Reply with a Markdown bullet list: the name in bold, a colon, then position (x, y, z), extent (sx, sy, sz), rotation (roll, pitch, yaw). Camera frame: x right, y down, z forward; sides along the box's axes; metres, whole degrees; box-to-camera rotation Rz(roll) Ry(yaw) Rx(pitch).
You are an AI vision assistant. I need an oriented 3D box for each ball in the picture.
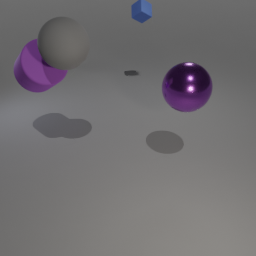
- **ball**: position (1.654, -1.139, 7.887), extent (1.400, 1.400, 1.400), rotation (0, 31, 0)
- **ball**: position (-1.754, -2.301, 7.678), extent (1.400, 1.400, 1.400), rotation (0, 31, 0)

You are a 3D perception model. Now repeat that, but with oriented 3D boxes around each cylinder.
- **cylinder**: position (-2.744, -1.905, 8.773), extent (1.400, 1.400, 1.400), rotation (-20, 7, -29)

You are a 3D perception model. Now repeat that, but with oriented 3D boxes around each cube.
- **cube**: position (0.641, -5.499, 13.170), extent (0.700, 0.700, 0.700), rotation (10, -17, -40)
